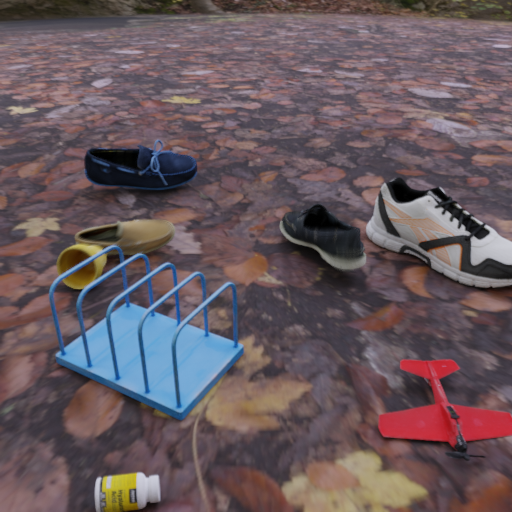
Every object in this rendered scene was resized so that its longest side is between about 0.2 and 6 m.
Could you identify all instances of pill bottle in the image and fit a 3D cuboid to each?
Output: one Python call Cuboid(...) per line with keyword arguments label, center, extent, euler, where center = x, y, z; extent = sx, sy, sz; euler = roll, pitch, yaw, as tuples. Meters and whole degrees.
Cuboid(label="pill bottle", center=(-1.487, 2.747, 6.508), extent=(0.707, 0.393, 0.393), euler=(-5, 30, -8))

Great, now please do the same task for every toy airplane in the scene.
Cuboid(label="toy airplane", center=(2.605, 2.037, 7.773), extent=(1.927, 0.354, 1.927), euler=(2, 30, -1))

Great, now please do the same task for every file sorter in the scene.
Cuboid(label="file sorter", center=(-1.651, 0.985, 8.474), extent=(2.421, 1.485, 1.680), euler=(16, 33, 26))

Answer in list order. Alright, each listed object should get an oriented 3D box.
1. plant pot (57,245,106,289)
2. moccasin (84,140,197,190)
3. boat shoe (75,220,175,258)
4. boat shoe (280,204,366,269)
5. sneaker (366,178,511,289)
Cuboid(label="plant pot", center=(-3.260, 0.143, 10.691), extent=(0.812, 0.812, 0.764), euler=(4, 15, 6))
Cuboid(label="moccasin", center=(-2.910, -2.282, 14.218), extent=(2.842, 0.969, 1.143), euler=(-6, 52, -12))
Cuboid(label="boat shoe", center=(-2.657, -0.410, 11.384), extent=(1.989, 0.757, 0.713), euler=(-14, 67, -8))
Cuboid(label="boat shoe", center=(1.280, -0.596, 11.308), extent=(0.967, 0.858, 2.588), euler=(-13, 27, -18))
Cuboid(label="sneaker", center=(3.796, -0.503, 11.150), extent=(3.545, 1.418, 1.307), euler=(25, 37, 33))
